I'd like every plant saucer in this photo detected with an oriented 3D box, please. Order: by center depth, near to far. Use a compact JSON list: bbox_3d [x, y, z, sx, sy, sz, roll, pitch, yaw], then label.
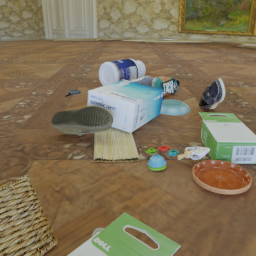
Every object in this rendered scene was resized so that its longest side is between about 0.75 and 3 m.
[{"bbox_3d":[2.462,1.307,7.438,1.498,0.242,1.498,1,23,0],"label":"plant saucer"},{"bbox_3d":[2.025,-1.027,12.907,1.736,0.334,1.736,0,22,0],"label":"plant saucer"}]

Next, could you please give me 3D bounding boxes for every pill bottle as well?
[{"bbox_3d":[-0.248,-3.331,16.832,1.548,1.548,2.788,20,29,39],"label":"pill bottle"}]

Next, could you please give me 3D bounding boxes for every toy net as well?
[{"bbox_3d":[1.469,0.815,8.292,1.850,0.357,0.970,-7,16,-1],"label":"toy net"}]

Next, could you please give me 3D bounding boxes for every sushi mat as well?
[{"bbox_3d":[-0.476,0.410,9.640,1.378,0.174,2.881,0,22,-6],"label":"sushi mat"}]

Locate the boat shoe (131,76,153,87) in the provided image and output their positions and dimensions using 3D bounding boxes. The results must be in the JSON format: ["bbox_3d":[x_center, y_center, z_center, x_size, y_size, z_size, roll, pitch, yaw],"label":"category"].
[{"bbox_3d":[0.485,-2.240,14.932,0.882,0.993,2.699,2,10,36],"label":"boat shoe"}]

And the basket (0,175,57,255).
[{"bbox_3d":[-2.673,2.010,5.239,2.027,1.510,1.446,-24,0,-44],"label":"basket"}]

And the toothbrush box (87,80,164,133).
[{"bbox_3d":[-0.036,-0.997,11.307,2.040,1.188,2.786,18,24,23],"label":"toothbrush box"}]

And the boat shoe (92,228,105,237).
[{"bbox_3d":[-0.123,2.206,5.111,1.331,0.471,0.424,10,-10,42],"label":"boat shoe"}]

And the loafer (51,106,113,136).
[{"bbox_3d":[-1.536,-0.210,9.820,2.351,0.793,0.894,3,63,23],"label":"loafer"}]

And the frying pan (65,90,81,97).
[{"bbox_3d":[-3.129,-1.936,15.308,1.168,0.190,0.707,-17,27,-41],"label":"frying pan"}]

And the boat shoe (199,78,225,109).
[{"bbox_3d":[3.573,-1.371,12.068,0.728,0.808,2.248,-13,-17,-2],"label":"boat shoe"}]

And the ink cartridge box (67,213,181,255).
[{"bbox_3d":[-0.389,2.397,4.187,1.256,0.717,2.419,18,29,37],"label":"ink cartridge box"}]

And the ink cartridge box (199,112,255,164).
[{"bbox_3d":[3.207,0.254,9.265,1.322,0.755,2.546,0,23,0],"label":"ink cartridge box"}]

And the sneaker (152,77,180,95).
[{"bbox_3d":[2.038,-2.260,14.948,1.133,1.012,2.836,4,21,21],"label":"sneaker"}]
